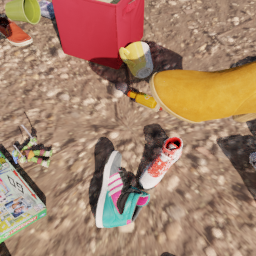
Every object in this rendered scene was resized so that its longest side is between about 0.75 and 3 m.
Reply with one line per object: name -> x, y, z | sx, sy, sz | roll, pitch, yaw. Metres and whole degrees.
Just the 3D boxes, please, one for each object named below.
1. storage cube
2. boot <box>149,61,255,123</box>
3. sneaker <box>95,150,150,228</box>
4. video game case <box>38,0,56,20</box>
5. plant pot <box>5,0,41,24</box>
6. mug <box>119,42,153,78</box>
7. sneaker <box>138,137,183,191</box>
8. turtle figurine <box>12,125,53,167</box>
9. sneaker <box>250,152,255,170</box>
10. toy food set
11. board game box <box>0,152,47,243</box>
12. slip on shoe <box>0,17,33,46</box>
storage cube -> -0.868, -3.685, 9.219 | 2.528, 2.273, 2.161 | 19, 54, 16
boot -> 1.941, -0.820, 4.384 | 2.809, 2.011, 0.988 | 7, 64, -33
sneaker -> -0.039, 1.319, 6.138 | 1.063, 0.736, 1.760 | 4, 59, 9
video game case -> -3.328, -4.887, 11.568 | 1.342, 0.127, 0.959 | 24, 55, 19
plant pot -> -4.120, -4.551, 10.824 | 1.026, 1.080, 1.080 | 4, 50, 20
mug -> 0.270, -2.060, 8.847 | 1.117, 0.894, 0.917 | -9, 60, -14
sneaker -> 0.765, 0.782, 6.568 | 0.482, 0.774, 1.443 | 37, 60, 26
turtle figurine -> -2.296, 0.559, 6.731 | 0.918, 0.947, 0.682 | 16, 16, -16
sneaker -> 3.458, 1.498, 5.905 | 0.998, 1.526, 2.655 | -9, 17, -8
toy food set -> 0.767, -1.091, 8.024 | 0.813, 0.862, 1.806 | 26, 53, 19
board game box -> -2.967, 1.462, 6.081 | 2.113, 0.308, 1.422 | 38, 43, 27
slip on shoe -> -4.158, -3.498, 10.171 | 1.815, 0.555, 0.672 | 36, 58, 24
